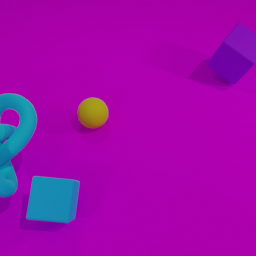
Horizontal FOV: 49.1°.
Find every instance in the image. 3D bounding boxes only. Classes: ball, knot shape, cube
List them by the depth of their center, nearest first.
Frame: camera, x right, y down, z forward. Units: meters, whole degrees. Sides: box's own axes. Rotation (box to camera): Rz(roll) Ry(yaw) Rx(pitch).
[{"bbox_3d":[-2.361,0.442,5.166,0.889,1.923,1.800,17,28,-26],"label":"knot shape"},{"bbox_3d":[-1.380,1.336,5.295,0.751,0.751,0.751,6,77,0],"label":"cube"},{"bbox_3d":[-0.855,-0.364,6.831,0.745,0.745,0.745,0,52,0],"label":"ball"},{"bbox_3d":[2.962,-2.012,7.639,0.981,0.981,0.981,38,63,6],"label":"cube"}]
